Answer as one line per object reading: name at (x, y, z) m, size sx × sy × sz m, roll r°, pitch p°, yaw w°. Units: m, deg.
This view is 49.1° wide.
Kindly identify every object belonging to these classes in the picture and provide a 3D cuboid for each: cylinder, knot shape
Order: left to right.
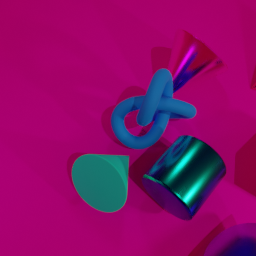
knot shape at (0.737, -0.389, 6.654) m, size 1.910 × 2.041 × 0.943 m, roll 0°, pitch 49°, yaw -38°
cylinder at (1.215, 1.069, 6.137) m, size 1.340 × 1.340 × 1.340 m, roll 40°, pitch 68°, yaw 15°

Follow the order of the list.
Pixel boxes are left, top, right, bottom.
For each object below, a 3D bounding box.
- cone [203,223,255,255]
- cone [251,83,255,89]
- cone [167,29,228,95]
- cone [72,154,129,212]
cone at (2.606, 3.089, 5.553) m, size 1.633 × 1.633 × 1.639 m, roll -38°, pitch 103°, yaw -14°
cone at (4.126, -1.432, 7.557) m, size 1.626 × 1.620 × 1.620 m, roll -26°, pitch 67°, yaw 18°
cone at (1.364, -1.350, 7.274) m, size 1.664 × 1.664 × 1.670 m, roll 42°, pitch 101°, yaw 16°
cone at (-0.313, 0.952, 6.494) m, size 1.394 × 1.394 × 1.399 m, roll 34°, pitch 34°, yaw 13°
